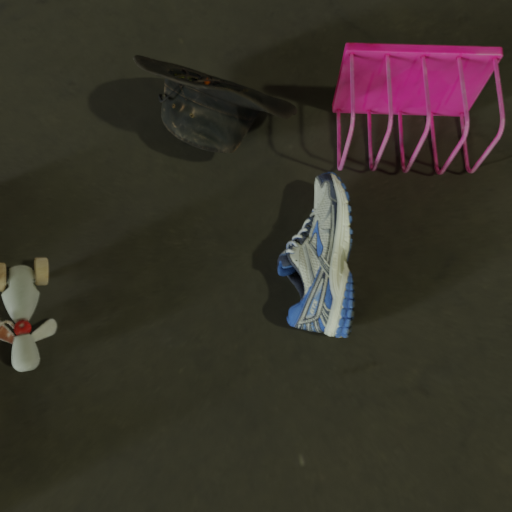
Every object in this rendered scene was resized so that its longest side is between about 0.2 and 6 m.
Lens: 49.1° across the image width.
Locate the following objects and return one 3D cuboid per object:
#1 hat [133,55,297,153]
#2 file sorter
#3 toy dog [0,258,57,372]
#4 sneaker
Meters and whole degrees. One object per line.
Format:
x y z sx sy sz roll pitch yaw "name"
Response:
-0.750 -2.238 8.734 2.620 2.620 1.057 22 108 9 "hat"
2.420 -2.158 8.655 2.279 1.584 1.429 2 70 1 "file sorter"
-3.329 0.800 7.880 1.069 0.781 1.622 17 65 -14 "toy dog"
0.838 -0.095 8.126 1.081 0.977 2.537 0 67 4 "sneaker"
